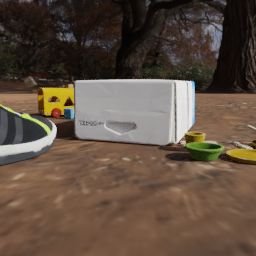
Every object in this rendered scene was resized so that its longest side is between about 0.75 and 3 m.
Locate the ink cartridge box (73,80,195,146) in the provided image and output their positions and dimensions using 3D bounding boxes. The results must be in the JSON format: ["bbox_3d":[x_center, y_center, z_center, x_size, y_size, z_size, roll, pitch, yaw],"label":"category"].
[{"bbox_3d":[0.342,-0.494,6.357,2.053,1.186,2.812,3,9,18],"label":"ink cartridge box"}]

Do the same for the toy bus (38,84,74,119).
[{"bbox_3d":[-2.177,-1.007,10.135,2.055,1.125,2.178,2,9,14],"label":"toy bus"}]

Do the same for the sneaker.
[{"bbox_3d":[-1.959,-0.133,3.766,1.058,1.222,2.951,3,9,18],"label":"sneaker"}]

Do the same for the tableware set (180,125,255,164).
[{"bbox_3d":[1.978,0.222,4.420,2.270,0.348,1.529,1,9,2],"label":"tableware set"}]
